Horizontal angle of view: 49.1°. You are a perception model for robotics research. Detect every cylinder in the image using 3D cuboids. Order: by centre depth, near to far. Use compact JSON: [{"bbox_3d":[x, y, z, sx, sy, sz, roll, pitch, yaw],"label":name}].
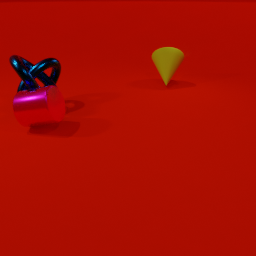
[{"bbox_3d":[-2.474,-0.599,7.890,1.055,1.055,1.055,-7,25,15],"label":"cylinder"}]

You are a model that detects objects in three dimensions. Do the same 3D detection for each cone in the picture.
[{"bbox_3d":[1.577,-2.298,11.285,1.320,1.320,1.325,3,70,7],"label":"cone"}]

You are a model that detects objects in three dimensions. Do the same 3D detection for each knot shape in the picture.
[{"bbox_3d":[-2.781,-1.522,8.969,0.942,2.038,1.907,-7,25,30],"label":"knot shape"}]
